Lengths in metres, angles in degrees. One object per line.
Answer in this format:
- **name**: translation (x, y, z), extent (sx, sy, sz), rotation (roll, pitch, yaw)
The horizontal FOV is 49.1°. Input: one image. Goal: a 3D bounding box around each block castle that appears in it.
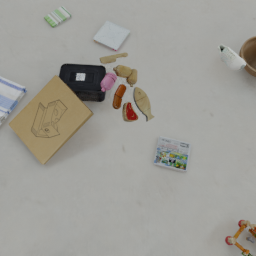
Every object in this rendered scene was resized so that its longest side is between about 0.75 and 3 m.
- **block castle**: translation (4.052, 3.790, 8.990), extent (1.553, 0.729, 1.038), rotation (40, 76, 18)

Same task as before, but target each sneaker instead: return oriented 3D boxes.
- **sneaker**: translation (3.146, -2.191, 8.689), extent (0.452, 0.515, 1.286), rotation (-38, 38, 9)

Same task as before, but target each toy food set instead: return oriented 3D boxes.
- **toy food set**: translation (-0.131, -1.061, 8.125), extent (1.346, 0.334, 2.118), rotation (-21, 92, -33)

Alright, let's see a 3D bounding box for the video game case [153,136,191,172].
- **video game case**: translation (1.677, 0.973, 10.532), extent (1.254, 0.138, 1.143), rotation (13, 67, 5)

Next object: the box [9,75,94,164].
- **box**: translation (-2.912, -0.332, 10.523), extent (2.682, 0.285, 2.193), rotation (-45, 75, 3)

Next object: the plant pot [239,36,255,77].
- **plant pot**: translation (5.612, -2.792, 11.751), extent (2.026, 0.935, 2.026), rotation (0, 66, 1)

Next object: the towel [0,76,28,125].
- **towel**: translation (-5.519, -0.985, 11.307), extent (1.856, 0.301, 2.527), rotation (25, 69, 11)

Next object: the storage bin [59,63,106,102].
- **storage bin**: translation (-1.818, -1.839, 11.379), extent (1.837, 0.861, 1.242), rotation (4, 67, 1)

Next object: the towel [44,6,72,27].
- **towel**: translation (-3.326, -5.273, 13.291), extent (1.099, 0.169, 0.820), rotation (-38, 69, -13)

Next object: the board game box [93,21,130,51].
- **board game box**: translation (-0.743, -4.214, 12.796), extent (1.269, 0.164, 1.269), rotation (27, 69, 11)
